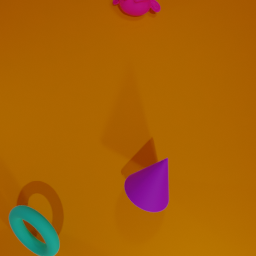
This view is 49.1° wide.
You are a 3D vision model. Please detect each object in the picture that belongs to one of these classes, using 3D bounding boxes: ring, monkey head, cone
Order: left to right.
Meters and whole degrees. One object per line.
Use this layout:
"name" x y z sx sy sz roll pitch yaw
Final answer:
"ring" -2.509 2.762 7.456 1.666 1.666 0.333 40 42 6
"monkey head" 0.268 -4.190 8.820 1.615 0.973 1.162 15 87 10
"cone" 0.758 1.265 7.425 1.339 1.339 1.344 28 123 5
